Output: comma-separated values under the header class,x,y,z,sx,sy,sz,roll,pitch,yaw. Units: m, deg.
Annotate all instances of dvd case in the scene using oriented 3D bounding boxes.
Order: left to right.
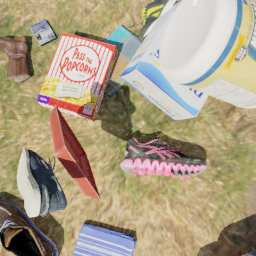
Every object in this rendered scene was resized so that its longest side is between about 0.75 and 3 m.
class,x,y,z,sx,sy,sz,roll,pitch,yaw
dvd case,-2.991,-3.378,9.924,0.652,0.080,0.913,-29,75,-10

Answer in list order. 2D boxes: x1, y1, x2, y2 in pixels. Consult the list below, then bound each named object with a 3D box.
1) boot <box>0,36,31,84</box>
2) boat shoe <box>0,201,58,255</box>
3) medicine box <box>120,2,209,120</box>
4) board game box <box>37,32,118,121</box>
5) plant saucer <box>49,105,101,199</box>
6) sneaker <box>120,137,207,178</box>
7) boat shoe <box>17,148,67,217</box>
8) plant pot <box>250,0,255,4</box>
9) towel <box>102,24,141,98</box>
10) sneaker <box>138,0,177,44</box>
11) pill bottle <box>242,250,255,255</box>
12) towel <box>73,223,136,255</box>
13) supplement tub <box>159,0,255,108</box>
class,x,y,z,sx,sy,sz,roll,pitch,yaw
boot,-4.048,-2.234,9.384,1.509,0.520,1.619,-8,77,0
boat shoe,-3.015,2.801,7.546,2.596,0.939,0.938,30,75,9
medicine box,1.457,-1.895,8.384,2.288,1.293,2.512,36,75,-16
board game box,-1.582,-1.650,8.964,1.858,0.568,2.453,15,80,7
plant saucer,-1.230,0.566,6.156,0.310,1.691,1.688,-26,38,-4
sneaker,1.069,0.793,8.260,2.521,0.996,1.202,5,62,0
boat shoe,-1.627,0.908,5.164,0.623,2.015,0.754,5,101,-29
plant pot,4.013,-4.576,9.297,2.013,2.271,2.273,19,74,18
towel,-0.403,-2.324,9.510,1.683,0.249,2.295,40,77,12
sneaker,0.848,-3.702,9.685,0.958,0.843,2.265,26,62,16
pill bottle,3.253,3.926,6.821,2.951,1.638,1.638,-20,74,-6
towel,-0.812,3.892,7.568,1.618,0.266,2.235,15,73,5
supplement tub,2.296,-1.568,6.003,2.764,2.000,2.000,15,71,-25
